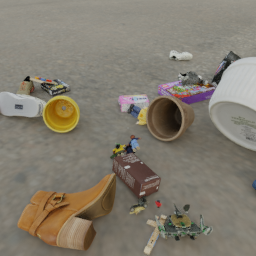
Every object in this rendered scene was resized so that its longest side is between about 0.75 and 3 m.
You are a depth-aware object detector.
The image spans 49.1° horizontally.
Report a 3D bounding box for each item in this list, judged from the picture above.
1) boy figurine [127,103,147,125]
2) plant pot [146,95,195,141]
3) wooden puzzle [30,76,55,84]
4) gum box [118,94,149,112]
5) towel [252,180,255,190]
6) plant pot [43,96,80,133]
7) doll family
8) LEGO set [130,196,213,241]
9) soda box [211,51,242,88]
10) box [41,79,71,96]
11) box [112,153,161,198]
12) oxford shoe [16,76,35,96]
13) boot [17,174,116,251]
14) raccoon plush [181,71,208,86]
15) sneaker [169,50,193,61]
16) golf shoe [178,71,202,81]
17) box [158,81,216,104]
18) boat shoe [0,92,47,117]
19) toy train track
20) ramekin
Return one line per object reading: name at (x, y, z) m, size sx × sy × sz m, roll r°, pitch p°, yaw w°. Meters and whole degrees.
boy figurine at (0.547, -0.417, 10.193) m, size 1.176 × 0.731 × 0.379 m, roll 32°, pitch 6°, yaw 19°
plant pot at (1.595, -0.385, 9.542) m, size 1.518 × 1.518 × 1.324 m, roll 29°, pitch 26°, yaw 37°
wooden puzzle at (-3.800, -2.142, 12.476) m, size 0.761 × 0.190 × 0.822 m, roll 19°, pitch 14°, yaw 24°
gum box at (0.214, -1.008, 11.279) m, size 1.178 × 0.390 × 0.669 m, roll -5°, pitch 34°, yaw -7°
towel at (4.007, 1.775, 6.965) m, size 0.926 × 0.402 × 1.658 m, roll -16°, pitch 37°, yaw -22°
plant pot at (-2.326, -0.588, 10.006) m, size 1.233 × 1.233 × 1.160 m, roll -4°, pitch 17°, yaw -6°
doll family at (-0.074, 0.617, 8.484) m, size 1.103 × 0.433 × 0.637 m, roll -19°, pitch 32°, yaw 3°
LEGO set at (0.963, 2.155, 6.394) m, size 1.245 × 0.543 × 1.917 m, roll -12°, pitch 18°, yaw -36°
soda box at (4.713, -2.621, 13.037) m, size 0.995 × 0.890 × 2.811 m, roll 37°, pitch 39°, yaw 2°
box at (-3.289, -1.855, 12.710) m, size 0.913 × 0.278 × 1.133 m, roll -21°, pitch 38°, yaw -34°
box at (0.194, 1.249, 7.604) m, size 0.672 × 0.503 × 1.342 m, roll -11°, pitch 35°, yaw -35°
oxford shoe at (-4.499, -1.640, 11.983) m, size 0.614 × 0.652 × 1.743 m, roll -1°, pitch 37°, yaw -3°
boot at (-1.340, 1.730, 6.687) m, size 1.746 × 0.832 × 2.257 m, roll 8°, pitch 30°, yaw 20°
raccoon plush at (2.811, -2.019, 12.001) m, size 1.104 × 0.534 × 0.740 m, roll 16°, pitch 44°, yaw 22°
sneaker at (3.014, -4.062, 16.044) m, size 1.320 × 0.496 × 0.535 m, roll 11°, pitch 50°, yaw 17°
golf shoe at (2.973, -2.405, 13.313) m, size 1.219 × 0.561 × 0.442 m, roll -6°, pitch 33°, yaw -12°
box at (2.598, -1.611, 12.183) m, size 2.148 × 0.420 × 1.470 m, roll -16°, pitch 36°, yaw -23°
boat shoe at (-4.015, -0.883, 10.717) m, size 2.507 × 0.902 × 0.824 m, roll 6°, pitch 4°, yaw 30°
toy train track at (0.631, 2.339, 6.293) m, size 0.627 × 0.178 × 1.092 m, roll 15°, pitch 36°, yaw 22°
ramekin at (3.818, -0.543, 8.370) m, size 2.846 × 2.846 × 1.494 m, roll 27°, pitch 70°, yaw 36°
